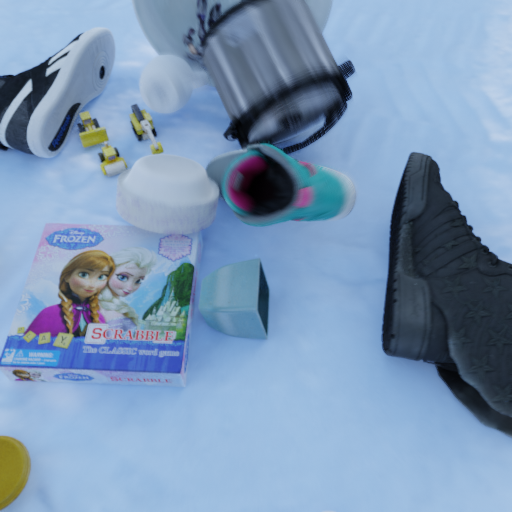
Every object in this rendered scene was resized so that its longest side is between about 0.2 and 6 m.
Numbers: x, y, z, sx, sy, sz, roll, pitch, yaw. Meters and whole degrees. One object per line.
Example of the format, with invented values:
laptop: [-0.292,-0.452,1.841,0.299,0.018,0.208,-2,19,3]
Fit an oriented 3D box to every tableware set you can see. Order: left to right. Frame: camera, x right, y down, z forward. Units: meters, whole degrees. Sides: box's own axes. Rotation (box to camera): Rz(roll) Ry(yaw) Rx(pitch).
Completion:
tableware set: [-3.248,3.261,6.610,3.157,0.484,2.127,16,53,13]

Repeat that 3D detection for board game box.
board game box: [-2.186,0.650,8.407,2.539,0.522,2.533,1,54,1]

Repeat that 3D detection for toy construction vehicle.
toy construction vehicle: [-2.582,-2.298,10.520,1.398,0.566,1.606,-19,56,-13]

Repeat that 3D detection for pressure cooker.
pressure cooker: [0.363,-3.034,9.914,2.193,2.159,2.455,-21,82,-31]

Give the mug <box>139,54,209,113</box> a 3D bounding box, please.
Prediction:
mug: [-1.540,-3.233,10.554,1.338,0.988,1.173,-11,29,5]

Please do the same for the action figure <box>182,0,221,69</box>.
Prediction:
action figure: [-1.018,-4.474,11.401,1.014,0.541,1.558,9,73,-29]

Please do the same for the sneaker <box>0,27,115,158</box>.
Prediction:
sneaker: [-4.235,-3.468,10.953,1.901,1.241,3.398,13,56,9]

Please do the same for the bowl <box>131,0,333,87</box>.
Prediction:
bowl: [-0.477,-5.423,11.014,3.815,3.815,1.715,-3,43,-2]

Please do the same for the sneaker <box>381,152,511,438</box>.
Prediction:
sneaker: [3.086,0.356,8.244,2.205,1.270,4.228,10,59,7]

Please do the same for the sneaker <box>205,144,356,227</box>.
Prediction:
sneaker: [-0.090,-1.114,8.599,2.821,1.180,1.703,15,9,35]

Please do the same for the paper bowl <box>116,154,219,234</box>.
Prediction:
paper bowl: [-1.397,-1.069,8.948,1.619,0.842,1.619,8,28,-4]

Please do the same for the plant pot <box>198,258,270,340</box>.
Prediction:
plant pot: [-0.330,0.654,8.226,0.919,0.902,0.900,-3,54,10]
